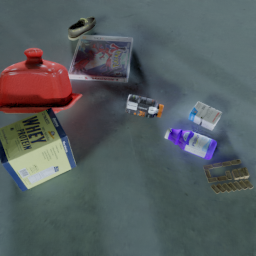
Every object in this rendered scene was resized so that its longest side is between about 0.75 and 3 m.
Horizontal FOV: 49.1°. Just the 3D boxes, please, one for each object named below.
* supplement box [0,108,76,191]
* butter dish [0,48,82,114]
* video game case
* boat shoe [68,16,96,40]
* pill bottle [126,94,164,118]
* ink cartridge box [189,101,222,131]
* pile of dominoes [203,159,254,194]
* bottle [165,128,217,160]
[{"bbox_3d":[-2.993,0.740,9.239,1.983,1.985,1.332,-25,58,-17],"label":"supplement box"},{"bbox_3d":[-3.396,-1.817,10.399,2.996,2.214,2.987,-1,16,1],"label":"butter dish"},{"bbox_3d":[-1.201,-3.352,13.213,2.683,0.338,2.944,4,54,3],"label":"video game case"},{"bbox_3d":[-2.340,-5.264,14.431,0.705,0.589,1.972,30,60,20],"label":"boat shoe"},{"bbox_3d":[0.673,-0.820,11.095,1.421,0.755,0.755,13,55,4],"label":"pill bottle"},{"bbox_3d":[3.047,-0.475,11.071,1.049,0.442,0.766,30,59,20],"label":"ink cartridge box"},{"bbox_3d":[3.455,1.719,9.723,1.443,0.230,1.125,-10,55,3],"label":"pile of dominoes"},{"bbox_3d":[2.265,0.500,10.274,1.827,0.597,0.763,23,58,16],"label":"bottle"}]
